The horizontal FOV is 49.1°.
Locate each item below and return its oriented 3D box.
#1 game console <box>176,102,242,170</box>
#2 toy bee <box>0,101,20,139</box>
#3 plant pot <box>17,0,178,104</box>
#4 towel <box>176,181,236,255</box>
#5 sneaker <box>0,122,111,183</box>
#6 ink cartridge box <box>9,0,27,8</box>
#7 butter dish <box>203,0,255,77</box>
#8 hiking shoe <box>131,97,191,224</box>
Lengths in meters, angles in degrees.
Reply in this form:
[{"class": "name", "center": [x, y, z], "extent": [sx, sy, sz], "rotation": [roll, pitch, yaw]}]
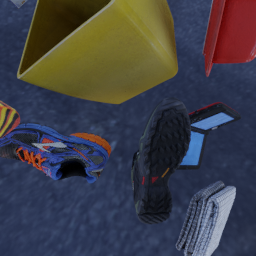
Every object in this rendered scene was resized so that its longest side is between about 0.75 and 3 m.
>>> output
[{"class": "game console", "center": [1.426, 0.204, 4.999], "extent": [1.164, 1.350, 0.801], "rotation": [-24, 71, 30]}, {"class": "toy bee", "center": [-2.524, 0.294, 3.735], "extent": [1.522, 1.264, 2.325], "rotation": [9, 57, 10]}, {"class": "plant pot", "center": [-0.355, -2.040, 5.984], "extent": [2.675, 2.359, 2.675], "rotation": [-24, 52, 36]}, {"class": "towel", "center": [1.279, 1.491, 4.555], "extent": [0.496, 1.159, 0.960], "rotation": [21, 13, 32]}, {"class": "sneaker", "center": [-1.347, 0.465, 4.844], "extent": [2.069, 0.779, 0.811], "rotation": [5, 50, 0]}, {"class": "ink cartridge box", "center": [-2.087, -3.048, 5.672], "extent": [1.099, 1.079, 0.238], "rotation": [-39, 92, 1]}, {"class": "butter dish", "center": [2.359, -2.111, 5.472], "extent": [1.449, 1.961, 1.955], "rotation": [12, 37, 15]}, {"class": "hiking shoe", "center": [0.367, 0.448, 4.488], "extent": [0.763, 2.015, 1.015], "rotation": [7, 14, -20]}]
